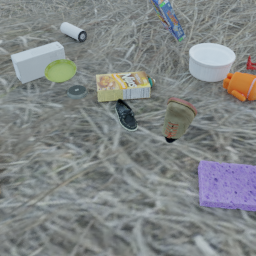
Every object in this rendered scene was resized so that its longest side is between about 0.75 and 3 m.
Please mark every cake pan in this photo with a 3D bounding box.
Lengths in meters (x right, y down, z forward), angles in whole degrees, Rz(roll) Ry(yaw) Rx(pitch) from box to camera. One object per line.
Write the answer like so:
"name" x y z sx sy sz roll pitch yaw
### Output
"cake pan" -2.180 -1.569 12.044 0.891 0.163 0.891 0 43 0

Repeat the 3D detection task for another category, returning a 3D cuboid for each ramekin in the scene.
"ramekin" 3.805 -3.012 12.970 2.039 0.994 2.039 0 43 0

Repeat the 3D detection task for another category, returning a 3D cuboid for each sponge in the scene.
"sponge" 3.476 1.746 8.353 2.646 0.395 1.476 5 43 5

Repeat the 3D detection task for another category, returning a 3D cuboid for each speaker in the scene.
"speaker" -3.071 -5.406 15.759 1.645 0.668 0.668 34 53 30

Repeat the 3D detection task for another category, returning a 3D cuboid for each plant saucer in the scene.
"plant saucer" -2.511 -2.101 10.478 1.199 0.186 1.199 0 56 1

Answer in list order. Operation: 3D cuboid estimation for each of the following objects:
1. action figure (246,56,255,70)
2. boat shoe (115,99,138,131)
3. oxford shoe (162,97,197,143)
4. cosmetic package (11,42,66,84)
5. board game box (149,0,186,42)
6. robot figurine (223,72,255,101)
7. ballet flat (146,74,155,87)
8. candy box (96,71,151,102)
"action figure" 7.113 -3.115 12.837 2.848 1.409 0.929 15 40 11
"boat shoe" -0.073 -0.558 10.690 0.607 0.538 1.624 -11 44 -12
"oxford shoe" 0.774 -0.067 4.415 0.462 1.311 0.490 22 77 16
"cosmetic package" -4.043 -3.036 12.900 2.270 1.154 0.840 -25 49 -26
"board game box" 1.110 -3.314 8.201 0.263 1.523 1.031 -38 57 10
"robot figurine" 4.827 -1.720 11.635 1.675 0.977 1.205 25 27 26
"ballet flat" 0.990 -2.152 12.602 0.367 0.344 1.014 -2 36 -30
"candy box" -0.235 -1.787 11.938 2.199 0.608 1.270 -6 42 -5
